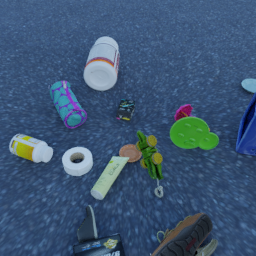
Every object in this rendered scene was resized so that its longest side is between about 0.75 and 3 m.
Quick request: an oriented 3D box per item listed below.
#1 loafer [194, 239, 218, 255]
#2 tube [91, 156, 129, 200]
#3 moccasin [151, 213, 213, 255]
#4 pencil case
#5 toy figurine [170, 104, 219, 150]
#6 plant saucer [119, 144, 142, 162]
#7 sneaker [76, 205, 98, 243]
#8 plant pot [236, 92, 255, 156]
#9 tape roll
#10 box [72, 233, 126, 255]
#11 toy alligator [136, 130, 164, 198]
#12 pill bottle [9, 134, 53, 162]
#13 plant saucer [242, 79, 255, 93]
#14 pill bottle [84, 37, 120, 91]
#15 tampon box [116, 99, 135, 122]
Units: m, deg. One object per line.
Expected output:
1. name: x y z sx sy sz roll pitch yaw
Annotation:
1. loafer: 2.085 3.494 7.820 0.398 0.449 1.180 37 55 26
2. tube: -0.650 1.628 9.771 0.544 0.487 1.875 33 46 2
3. moccasin: 1.371 3.187 7.840 2.385 0.921 0.872 -35 94 -36
4. pencil case: -2.624 -1.078 12.100 1.017 1.105 2.391 -5 42 -33
5. toy figurine: 2.594 -0.193 11.257 1.942 1.458 1.788 21 34 -9
6. plant saucer: 0.098 0.983 10.643 0.857 0.160 0.857 -1 44 1
7. sneaker: -1.297 2.875 8.471 0.596 0.420 1.123 -9 46 -12
8. plant pot: 5.352 -0.087 10.487 1.818 2.023 2.023 21 46 13
9. tape roll: -1.837 1.213 10.243 1.088 0.380 1.088 0 43 0
10. box: -0.767 3.643 7.747 1.395 0.321 1.109 -10 45 -10
11. toy alligator: 0.881 1.181 9.693 0.575 0.793 2.393 -7 75 -40
12. pill bottle: -3.565 0.781 10.391 1.468 0.802 0.802 17 46 17
13. plant saucer: 6.142 -2.000 13.702 1.182 0.228 1.182 0 44 0
14. pill bottle: -1.240 -3.322 14.092 1.581 1.581 2.886 2 44 2
15. tampon box: -0.089 -0.780 12.163 0.635 0.535 0.847 12 42 9
